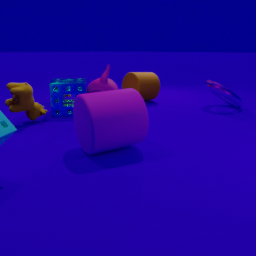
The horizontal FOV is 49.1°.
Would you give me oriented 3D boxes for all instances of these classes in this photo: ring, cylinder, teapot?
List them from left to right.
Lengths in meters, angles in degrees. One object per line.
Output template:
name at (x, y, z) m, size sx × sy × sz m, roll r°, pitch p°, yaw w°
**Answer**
teapot at (-0.884, -1.412, 10.495) m, size 1.236 × 1.987 × 0.973 m, roll 18°, pitch 49°, yaw 7°
cylinder at (-0.442, -0.185, 6.740) m, size 1.400 × 1.400 × 1.400 m, roll -11°, pitch 20°, yaw -26°
cylinder at (0.573, -1.843, 12.476) m, size 1.255 × 1.255 × 1.255 m, roll -8°, pitch 18°, yaw -37°
ring at (3.854, -1.377, 11.332) m, size 1.762 × 0.352 × 1.762 m, roll 33°, pitch 9°, yaw -6°

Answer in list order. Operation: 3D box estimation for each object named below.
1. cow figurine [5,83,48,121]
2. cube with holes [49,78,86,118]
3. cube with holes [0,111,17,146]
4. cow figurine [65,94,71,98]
cow figurine at (-3.203, -0.860, 8.990) m, size 1.312 × 1.333 × 0.732 m, roll -10°, pitch 40°, yaw -40°
cube with holes at (-2.185, -1.148, 10.433) m, size 1.226 × 1.226 × 1.226 m, roll -3°, pitch 17°, yaw -8°
cube with holes at (-3.018, 0.080, 4.876) m, size 1.180 × 1.180 × 1.180 m, roll -38°, pitch 4°, yaw 18°
cow figurine at (-2.871, -1.544, 12.119) m, size 0.741 × 1.350 × 1.329 m, roll 38°, pitch 24°, yaw -19°
